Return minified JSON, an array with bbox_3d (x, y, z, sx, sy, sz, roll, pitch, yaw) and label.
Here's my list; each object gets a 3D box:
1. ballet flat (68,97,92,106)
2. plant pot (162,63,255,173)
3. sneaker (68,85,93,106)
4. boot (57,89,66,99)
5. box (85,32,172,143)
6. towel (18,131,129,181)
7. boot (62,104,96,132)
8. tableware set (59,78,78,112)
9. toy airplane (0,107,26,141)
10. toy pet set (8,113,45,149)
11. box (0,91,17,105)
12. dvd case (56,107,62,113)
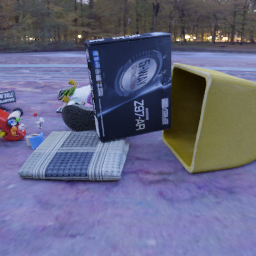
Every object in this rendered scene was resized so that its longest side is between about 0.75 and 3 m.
[{"bbox_3d":[-2.029,-0.717,11.798,0.890,0.864,2.501,-20,32,-37],"label":"ballet flat"},{"bbox_3d":[2.828,-0.397,8.395,2.711,2.651,2.633,1,19,-12],"label":"plant pot"},{"bbox_3d":[-2.126,-1.844,14.469,1.486,1.117,2.984,4,20,12],"label":"sneaker"},{"bbox_3d":[-3.288,-1.879,15.564,0.968,0.463,1.282,6,21,8],"label":"boot"},{"bbox_3d":[0.095,-1.180,8.256,2.345,2.927,0.637,-10,27,-13],"label":"box"},{"bbox_3d":[-1.394,0.770,8.301,2.727,0.489,2.833,-1,22,5],"label":"towel"},{"bbox_3d":[-0.693,-0.633,11.025,2.697,1.077,2.967,11,23,28],"label":"boot"},{"bbox_3d":[-2.727,-1.699,12.803,0.315,1.384,2.054,31,23,-20],"label":"tableware set"},{"bbox_3d":[-4.878,-0.280,9.311,2.304,1.633,2.314,44,22,21],"label":"toy airplane"},{"bbox_3d":[-3.083,0.124,9.030,0.602,1.058,1.133,3,18,31],"label":"toy pet set"},{"bbox_3d":[-7.029,-1.225,12.923,2.594,0.649,2.614,4,17,36],"label":"box"},{"bbox_3d":[-2.809,-0.854,13.175,0.960,0.119,0.722,1,19,1],"label":"dvd case"}]
